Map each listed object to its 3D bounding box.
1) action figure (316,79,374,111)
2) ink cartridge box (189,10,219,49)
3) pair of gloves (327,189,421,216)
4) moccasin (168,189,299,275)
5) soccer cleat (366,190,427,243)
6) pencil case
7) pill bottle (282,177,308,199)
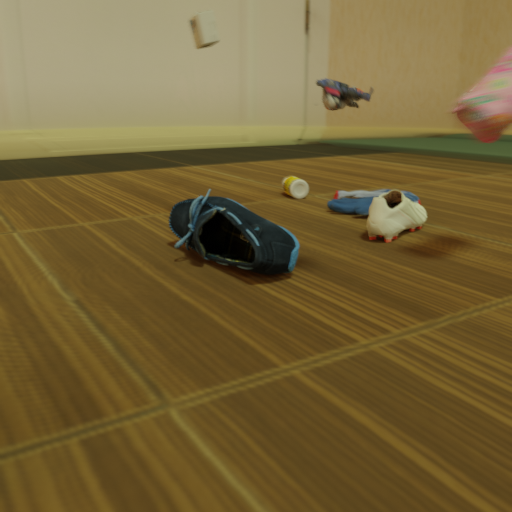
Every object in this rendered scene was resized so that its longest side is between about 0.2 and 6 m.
[{"bbox_3d":[1.398,-2.388,8.552,0.907,0.491,0.938,-25,45,-37],"label":"action figure"},{"bbox_3d":[-1.133,-4.897,12.162,0.375,0.650,0.896,-17,17,-12],"label":"ink cartridge box"},{"bbox_3d":[3.256,-1.471,15.390,2.480,0.351,3.084,2,16,11],"label":"pair of gloves"},{"bbox_3d":[-0.676,-0.521,10.341,1.124,1.327,3.298,-1,11,-45],"label":"moccasin"},{"bbox_3d":[3.266,-1.041,12.726,0.910,1.019,2.626,11,19,32],"label":"soccer cleat"},{"bbox_3d":[4.390,-3.022,9.545,0.991,2.266,0.991,42,-2,1],"label":"pencil case"},{"bbox_3d":[1.149,-2.092,16.996,0.586,0.586,1.042,-4,17,-15],"label":"pill bottle"}]
